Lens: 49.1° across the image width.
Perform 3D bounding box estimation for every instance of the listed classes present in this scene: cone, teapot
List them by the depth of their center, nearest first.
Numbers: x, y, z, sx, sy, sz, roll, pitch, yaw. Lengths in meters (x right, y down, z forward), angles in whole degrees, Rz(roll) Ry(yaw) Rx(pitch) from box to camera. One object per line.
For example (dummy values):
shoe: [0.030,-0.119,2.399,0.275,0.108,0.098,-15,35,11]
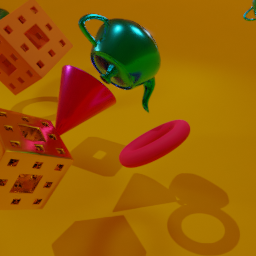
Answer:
teapot: [-0.073,-1.167,5.012,1.025,2.093,1.301,-53,29,-16]
cone: [-1.061,-0.311,5.324,1.234,1.234,1.239,23,74,30]
teapot: [3.795,-3.428,7.430,0.971,1.562,0.765,-9,66,-55]

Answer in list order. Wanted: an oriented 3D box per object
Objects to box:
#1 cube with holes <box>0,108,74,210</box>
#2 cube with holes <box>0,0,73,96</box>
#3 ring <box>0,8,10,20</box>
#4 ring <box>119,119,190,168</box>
cube with holes: [-1.720,0.491,4.331,1.066,1.066,1.066,16,25,-46]
cube with holes: [-2.348,-1.779,6.302,1.291,1.291,1.291,-16,34,43]
ring: [-4.463,-2.967,8.575,2.003,0.401,2.003,-12,51,15]
ring: [0.439,0.251,4.747,1.324,0.265,1.324,-29,7,4]
